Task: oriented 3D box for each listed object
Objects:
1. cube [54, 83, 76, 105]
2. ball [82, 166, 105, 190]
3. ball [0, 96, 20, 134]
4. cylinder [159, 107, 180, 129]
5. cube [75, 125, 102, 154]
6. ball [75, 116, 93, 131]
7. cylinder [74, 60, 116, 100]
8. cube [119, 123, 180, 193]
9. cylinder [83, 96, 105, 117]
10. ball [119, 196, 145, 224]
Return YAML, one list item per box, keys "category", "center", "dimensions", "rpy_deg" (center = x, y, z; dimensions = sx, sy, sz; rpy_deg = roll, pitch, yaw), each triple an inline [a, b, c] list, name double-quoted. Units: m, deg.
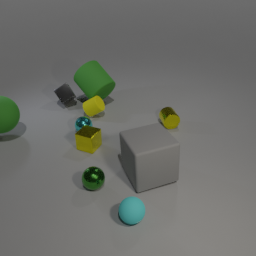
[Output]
- category: "cube"
  center: [-2.903, -1.573, 12.986]
  dimensions: [0.700, 0.700, 0.700]
  rpy_deg: [-33, 1, -4]
- category: "ball"
  center: [-1.038, 1.502, 8.395]
  dimensions: [0.700, 0.700, 0.700]
  rpy_deg: [0, 31, 0]
- category: "ball"
  center: [-4.749, -0.494, 10.372]
  dimensions: [1.400, 1.400, 1.400]
  rpy_deg: [0, 31, 0]
- category: "cylinder"
  center: [1.705, -0.418, 11.540]
  dimensions: [0.700, 0.700, 0.700]
  rpy_deg: [-6, 32, -10]
- category: "cube"
  center: [-1.428, 0.406, 10.196]
  dimensions: [0.700, 0.700, 0.700]
  rpy_deg: [13, 34, 21]
- category: "ball"
  center: [-1.750, -0.112, 11.041]
  dimensions: [0.700, 0.700, 0.700]
  rpy_deg: [0, 31, 0]
- category: "cylinder"
  center: [-1.524, -2.108, 12.808]
  dimensions: [1.400, 1.400, 1.400]
  rpy_deg: [-31, 76, -40]
- category: "cube"
  center: [0.645, 0.868, 8.643]
  dimensions: [1.400, 1.400, 1.400]
  rpy_deg: [-13, 32, -16]
- category: "cylinder"
  center: [-1.475, -0.940, 12.111]
  dimensions: [0.700, 0.700, 0.700]
  rpy_deg: [-24, 23, 24]
- category: "ball"
  center: [0.103, 2.152, 7.326]
  dimensions: [0.700, 0.700, 0.700]
  rpy_deg: [0, 31, 0]
